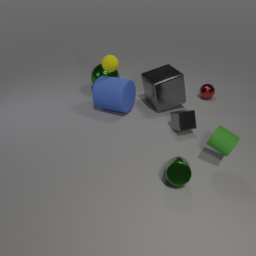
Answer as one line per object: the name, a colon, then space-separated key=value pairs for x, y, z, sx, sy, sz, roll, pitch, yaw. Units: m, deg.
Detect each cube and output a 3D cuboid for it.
cube: x=2.088 y=-0.294 z=10.609 sx=0.700 sy=0.700 sz=0.700 roll=-10 pitch=8 yaw=-16
cube: x=1.558 y=-1.755 z=12.276 sx=1.400 sy=1.400 sz=1.400 roll=-21 pitch=35 yaw=-9

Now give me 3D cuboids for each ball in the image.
ball: x=3.702 y=-1.721 z=13.096 sx=0.700 sy=0.700 sz=0.700 roll=0 pitch=32 yaw=0
ball: x=-0.743 y=-2.679 z=11.645 sx=0.700 sy=0.700 sz=0.700 roll=0 pitch=32 yaw=0
ball: x=-1.108 y=-2.453 z=13.647 sx=1.400 sy=1.400 sz=1.400 roll=0 pitch=32 yaw=0

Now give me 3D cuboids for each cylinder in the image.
cylinder: x=2.881 y=0.388 z=8.509 sx=0.700 sy=0.700 sz=0.700 roll=35 pitch=42 yaw=14
cylinder: x=-0.572 y=-1.455 z=11.952 sx=1.400 sy=1.400 sz=1.400 roll=12 pitch=33 yaw=24
cylinder: x=1.463 y=1.240 z=8.116 sx=0.700 sy=0.700 sz=0.700 roll=5 pitch=8 yaw=8
